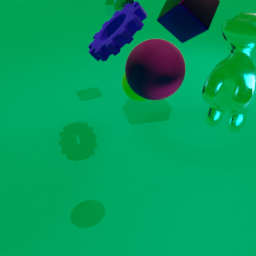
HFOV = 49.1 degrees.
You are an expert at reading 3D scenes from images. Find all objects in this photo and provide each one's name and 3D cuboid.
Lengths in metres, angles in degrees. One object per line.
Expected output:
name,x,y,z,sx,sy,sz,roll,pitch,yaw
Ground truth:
cow figurine,1.160,-0.608,2.964,0.581,1.059,1.042,17,68,25
ball,0.236,-0.861,5.312,0.704,0.704,0.704,0,36,0
gear,-0.305,-2.542,7.391,1.783,0.330,1.783,-31,36,26
cylinder,-0.283,-4.165,9.645,0.798,0.798,0.798,-17,29,-22
cube,1.878,-3.659,8.762,1.214,1.214,1.214,-9,52,60
ball,0.324,-0.693,3.355,0.720,0.720,0.720,0,36,0
